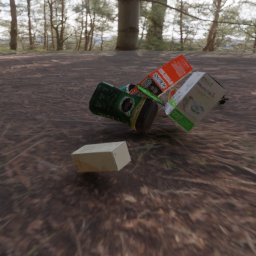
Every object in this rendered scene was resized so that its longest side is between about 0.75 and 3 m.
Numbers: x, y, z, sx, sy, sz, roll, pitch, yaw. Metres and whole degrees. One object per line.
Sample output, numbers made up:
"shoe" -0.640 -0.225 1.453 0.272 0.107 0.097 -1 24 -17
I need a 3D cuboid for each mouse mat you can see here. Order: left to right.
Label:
"mouse mat" 0.688 -0.979 8.357 1.000 0.038 0.805 30 18 -12

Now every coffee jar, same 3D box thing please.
"coffee jar" -0.116 -0.604 8.391 1.946 1.015 0.830 22 -12 15

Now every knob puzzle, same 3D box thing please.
"knob puzzle" 2.031 -1.080 10.313 1.443 0.200 1.443 9 57 -14

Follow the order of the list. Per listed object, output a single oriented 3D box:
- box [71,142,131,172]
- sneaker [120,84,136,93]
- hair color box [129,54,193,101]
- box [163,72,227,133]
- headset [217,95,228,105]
"box" -0.555 0.591 5.686 1.104 0.429 0.524 -7 16 37
"sneaker" 0.167 -1.201 11.060 0.964 0.668 1.597 -8 -22 38
"hair color box" 1.199 -1.673 10.212 1.403 0.809 2.530 -38 1 44
"box" 1.785 -0.794 7.915 0.809 1.476 1.673 41 10 -4
"headset" 3.707 -1.158 11.218 0.384 0.505 0.818 -18 13 -15
